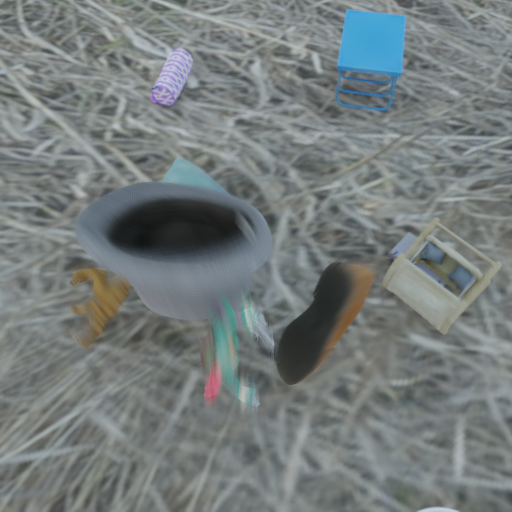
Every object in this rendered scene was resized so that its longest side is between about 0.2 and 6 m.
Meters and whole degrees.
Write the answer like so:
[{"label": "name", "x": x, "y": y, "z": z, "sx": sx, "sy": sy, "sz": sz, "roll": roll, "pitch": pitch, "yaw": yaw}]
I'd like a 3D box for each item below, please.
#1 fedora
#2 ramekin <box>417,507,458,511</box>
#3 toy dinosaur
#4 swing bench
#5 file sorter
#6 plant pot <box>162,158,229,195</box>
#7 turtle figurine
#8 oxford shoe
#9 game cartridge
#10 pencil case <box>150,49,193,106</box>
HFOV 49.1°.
[{"label": "fedora", "x": -1.109, "y": 0.020, "z": 8.116, "sx": 2.770, "sy": 1.251, "sz": 2.450, "roll": 13, "pitch": 35, "yaw": 19}, {"label": "ramekin", "x": 2.347, "y": 4.043, "z": 7.144, "sx": 1.464, "sy": 0.768, "sz": 1.464, "roll": 0, "pitch": 59, "yaw": 0}, {"label": "toy dinosaur", "x": -2.306, "y": 0.529, "z": 8.993, "sx": 1.102, "sy": 0.627, "sz": 2.076, "roll": 34, "pitch": 66, "yaw": 3}, {"label": "swing bench", "x": 3.004, "y": 0.340, "z": 9.211, "sx": 1.309, "sy": 0.849, "sz": 1.302, "roll": -44, "pitch": 66, "yaw": -13}, {"label": "file sorter", "x": 2.411, "y": -4.193, "z": 12.036, "sx": 1.275, "sy": 1.128, "sz": 1.838, "roll": 9, "pitch": 59, "yaw": 5}, {"label": "plant pot", "x": -1.110, "y": -0.760, "z": 9.759, "sx": 1.612, "sy": 1.612, "sz": 1.080, "roll": 37, "pitch": 82, "yaw": 20}, {"label": "turtle figurine", "x": -0.310, "y": 1.123, "z": 6.712, "sx": 0.755, "sy": 1.499, "sz": 1.122, "roll": 8, "pitch": 100, "yaw": -13}, {"label": "oxford shoe", "x": 1.000, "y": 1.022, "z": 7.913, "sx": 0.760, "sy": 2.132, "sz": 0.760, "roll": 1, "pitch": 39, "yaw": -44}, {"label": "game cartridge", "x": 2.946, "y": 0.089, "z": 9.853, "sx": 1.070, "sy": 0.205, "sz": 0.694, "roll": 38, "pitch": 52, "yaw": 19}, {"label": "pencil case", "x": -1.836, "y": -3.879, "z": 12.200, "sx": 0.593, "sy": 0.582, "sz": 1.388, "roll": -10, "pitch": 48, "yaw": 39}]
